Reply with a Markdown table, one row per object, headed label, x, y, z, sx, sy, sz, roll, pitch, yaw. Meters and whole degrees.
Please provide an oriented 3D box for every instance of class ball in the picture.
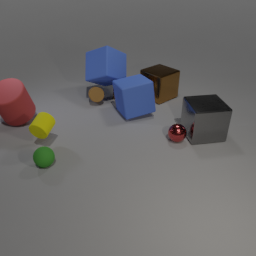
| label | x | y | z | sx | sy | sz | roll | pitch | yaw |
| --- | --- | --- | --- | --- | --- | --- | --- | --- | --- |
| ball | 1.861 | 0.184 | 10.578 | 0.700 | 0.700 | 0.700 | 0 | 31 | 0 |
| ball | -2.792 | 0.959 | 9.302 | 0.700 | 0.700 | 0.700 | 0 | 31 | 0 |

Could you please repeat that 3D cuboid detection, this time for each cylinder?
| label | x | y | z | sx | sy | sz | roll | pitch | yaw |
| --- | --- | --- | --- | --- | --- | --- | --- | --- | --- |
| cylinder | -4.661 | -1.043 | 11.364 | 1.400 | 1.400 | 1.400 | -3 | 55 | 4 |
| cylinder | -3.059 | -0.093 | 10.006 | 0.700 | 0.700 | 0.700 | 9 | 48 | 14 |
| cylinder | -1.513 | -1.603 | 13.311 | 0.700 | 0.700 | 0.700 | -6 | 11 | -10 |

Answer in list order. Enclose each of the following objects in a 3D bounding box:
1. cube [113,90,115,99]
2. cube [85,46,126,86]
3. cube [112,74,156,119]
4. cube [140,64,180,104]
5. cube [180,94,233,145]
| label | x | y | z | sx | sy | sz | roll | pitch | yaw |
| --- | --- | --- | --- | --- | --- | --- | --- | --- | --- |
| cube | -0.271 | -1.818 | 13.880 | 0.700 | 0.700 | 0.700 | 14 | 34 | 24 |
| cube | -1.030 | -2.863 | 13.193 | 1.400 | 1.400 | 1.400 | -4 | -7 | 38 |
| cube | 0.255 | -1.400 | 12.269 | 1.400 | 1.400 | 1.400 | -16 | 28 | -14 |
| cube | 1.550 | -2.199 | 13.840 | 1.400 | 1.400 | 1.400 | -24 | 39 | -34 |
| cube | 2.944 | -0.353 | 10.788 | 1.400 | 1.400 | 1.400 | -5 | 32 | -8 |
